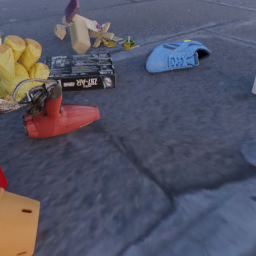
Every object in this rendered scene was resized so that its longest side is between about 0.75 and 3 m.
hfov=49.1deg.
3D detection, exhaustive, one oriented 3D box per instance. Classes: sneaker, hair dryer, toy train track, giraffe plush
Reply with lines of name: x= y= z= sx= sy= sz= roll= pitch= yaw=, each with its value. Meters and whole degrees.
sneaker: x=1.856 y=-2.582 z=10.219 sx=2.763 sy=0.911 sz=1.083 roll=-22 pitch=40 yaw=-28
hair dryer: x=-1.719 y=-0.294 z=6.380 sx=2.227 sy=0.794 sz=2.924 roll=-15 pitch=-7 yaw=32
toy train track: x=-1.455 y=-4.186 z=12.802 sx=2.288 sy=0.372 sz=1.312 roll=20 pitch=78 yaw=38
giraffe plush: x=-3.539 y=-1.502 z=8.228 sx=1.728 sy=2.132 sz=1.839 roll=1 pitch=9 yaw=30

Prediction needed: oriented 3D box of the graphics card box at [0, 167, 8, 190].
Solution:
graphics card box: x=-3.897 y=0.493 z=5.220 sx=2.863 sy=1.796 sz=0.728 roll=6 pitch=40 yaw=10

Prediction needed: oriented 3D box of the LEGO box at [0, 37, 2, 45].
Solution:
LEGO box: x=-5.186 y=-3.069 z=9.887 sx=1.085 sy=2.094 sz=2.812 roll=-12 pitch=37 yaw=-15

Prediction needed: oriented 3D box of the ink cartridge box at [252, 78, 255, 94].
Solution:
ink cartridge box: x=4.831 y=-1.212 z=8.547 sx=1.157 sy=0.655 sz=1.578 roll=-22 pitch=41 yaw=-27

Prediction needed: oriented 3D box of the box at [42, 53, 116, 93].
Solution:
box: x=-1.689 y=-1.968 z=9.705 sx=2.384 sy=0.519 sz=1.910 roll=-5 pitch=36 yaw=-7

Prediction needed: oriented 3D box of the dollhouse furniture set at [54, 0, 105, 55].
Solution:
dollhouse furniture set: x=-1.862 y=-3.867 z=12.440 sx=1.944 sy=2.170 sz=2.738 roll=12 pitch=53 yaw=-38

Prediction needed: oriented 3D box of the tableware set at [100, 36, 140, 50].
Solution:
tableware set: x=-0.471 y=-3.889 z=12.578 sx=1.231 sy=0.280 sz=1.828 roll=-27 pitch=45 yaw=-32

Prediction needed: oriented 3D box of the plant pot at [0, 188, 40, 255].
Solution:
plant pot: x=-1.884 y=1.563 z=4.417 sx=0.844 sy=1.205 sz=1.205 roll=9 pitch=33 yaw=-18
